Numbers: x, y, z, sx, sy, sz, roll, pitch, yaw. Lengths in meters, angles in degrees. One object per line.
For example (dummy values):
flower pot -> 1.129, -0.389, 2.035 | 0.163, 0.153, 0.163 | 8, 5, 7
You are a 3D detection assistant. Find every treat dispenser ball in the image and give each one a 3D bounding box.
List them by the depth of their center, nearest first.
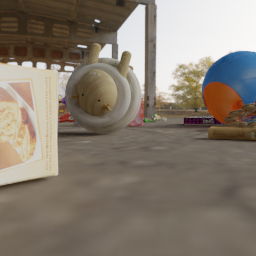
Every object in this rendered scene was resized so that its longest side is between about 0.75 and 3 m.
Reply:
treat dispenser ball -> 3.964, -1.352, 9.841 | 2.666, 2.666, 2.666 | 0, 3, 0

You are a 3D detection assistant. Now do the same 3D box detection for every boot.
boot -> 1.882, 0.055, 4.773 | 0.833, 0.276, 0.730 | 1, 3, 34

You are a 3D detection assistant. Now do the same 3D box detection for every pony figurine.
pony figurine -> -1.846, -1.194, 10.317 | 1.740, 2.089, 2.017 | -3, 23, 8

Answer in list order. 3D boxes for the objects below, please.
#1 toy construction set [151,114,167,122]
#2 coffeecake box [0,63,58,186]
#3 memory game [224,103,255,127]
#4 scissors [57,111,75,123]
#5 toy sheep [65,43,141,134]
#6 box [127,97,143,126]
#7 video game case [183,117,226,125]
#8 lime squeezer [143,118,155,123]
toy construction set -> 1.797, -0.575, 16.646 | 0.974, 0.449, 0.638 | 7, -25, -30
coffeecake box -> -1.594, -0.015, 1.457 | 1.473, 0.701, 1.919 | 2, 3, 38
memory game -> 3.452, -0.332, 7.401 | 1.792, 0.114, 1.792 | -5, -21, -2
scissors -> -1.983, -0.188, 7.991 | 1.558, 0.109, 0.570 | -26, 47, -20
toy sheep -> -0.500, -0.721, 6.025 | 1.778, 1.778, 2.578 | 0, -2, 7
box -> -0.030, -0.639, 11.104 | 0.999, 1.083, 2.110 | 0, 3, -6
video game case -> 3.367, -0.304, 11.868 | 1.900, 0.340, 1.722 | 1, 3, 16
lime squeezer -> 0.934, -0.395, 15.144 | 0.449, 0.240, 1.272 | 2, 3, 45
